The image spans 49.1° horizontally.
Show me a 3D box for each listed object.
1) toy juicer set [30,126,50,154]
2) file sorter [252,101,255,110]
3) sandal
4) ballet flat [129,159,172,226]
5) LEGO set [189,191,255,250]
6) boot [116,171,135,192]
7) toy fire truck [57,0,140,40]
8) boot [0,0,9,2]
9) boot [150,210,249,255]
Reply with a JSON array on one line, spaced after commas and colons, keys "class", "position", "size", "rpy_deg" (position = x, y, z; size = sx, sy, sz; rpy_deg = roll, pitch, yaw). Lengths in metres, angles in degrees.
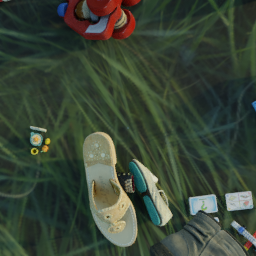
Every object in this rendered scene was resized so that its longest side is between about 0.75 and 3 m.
[{"class": "toy juicer set", "position": [-2.445, 0.304, 7.761], "size": [0.520, 0.222, 0.817], "rpy_deg": [-8, 82, -1]}, {"class": "file sorter", "position": [4.245, -0.364, 7.551], "size": [0.940, 0.831, 1.354], "rpy_deg": [-25, 82, -4]}, {"class": "sandal", "position": [-0.595, 1.680, 6.843], "size": [1.139, 1.022, 3.106], "rpy_deg": [-12, 94, 12]}, {"class": "ballet flat", "position": [0.610, 1.651, 7.477], "size": [0.586, 0.634, 1.880], "rpy_deg": [-20, 86, -31]}, {"class": "LEGO set", "position": [2.840, 2.562, 7.307], "size": [2.256, 0.554, 1.685], "rpy_deg": [-6, 86, -1]}, {"class": "boot", "position": [-0.343, 1.165, 7.424], "size": [0.949, 0.453, 1.256], "rpy_deg": [-7, 89, 15]}, {"class": "toy fire truck", "position": [-0.889, -3.700, 7.882], "size": [2.165, 1.446, 2.578], "rpy_deg": [11, 81, 26]}, {"class": "boot", "position": [-4.338, -4.696, 8.232], "size": [1.480, 0.743, 2.052], "rpy_deg": [-7, 86, 0]}, {"class": "boot", "position": [1.569, 2.574, 4.807], "size": [1.519, 0.788, 2.326], "rpy_deg": [-26, 51, -18]}]
